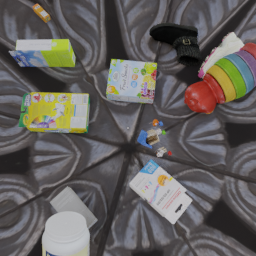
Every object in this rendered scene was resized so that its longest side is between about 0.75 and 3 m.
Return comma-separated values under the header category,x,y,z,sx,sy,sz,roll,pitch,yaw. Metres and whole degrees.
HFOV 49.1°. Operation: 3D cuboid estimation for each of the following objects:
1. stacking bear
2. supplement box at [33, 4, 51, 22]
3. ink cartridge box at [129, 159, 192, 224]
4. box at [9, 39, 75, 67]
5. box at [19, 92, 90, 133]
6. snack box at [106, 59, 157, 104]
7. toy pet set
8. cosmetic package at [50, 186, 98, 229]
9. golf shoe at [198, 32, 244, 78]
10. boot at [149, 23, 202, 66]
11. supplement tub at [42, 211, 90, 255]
category,x,y,z,sx,sy,sz,roll,pitch,yaw
stacking bear,3.468,-1.588,10.182,2.990,1.816,1.701,-32,107,2
supplement box,-3.714,-4.941,12.045,0.299,0.289,0.870,-39,75,-15
ink cartridge box,1.132,2.133,9.368,1.959,0.665,1.128,40,75,13
box,-3.224,-2.836,10.750,2.174,1.326,0.518,0,76,0
box,-2.696,-0.560,10.364,2.462,0.595,1.445,3,71,-2
snack box,0.154,-1.787,10.770,1.804,0.610,1.521,5,71,3
toy pet set,0.600,0.279,7.223,0.509,0.895,0.959,-24,109,-14
cosmetic package,-1.761,2.735,9.182,0.795,0.671,1.488,-40,78,-12
golf shoe,3.745,-2.699,10.963,1.108,0.912,2.420,41,77,10
boot,1.891,-3.325,11.206,2.103,0.791,1.572,3,71,1
supplement tub,-1.500,2.959,6.817,1.117,1.117,1.541,4,109,1
